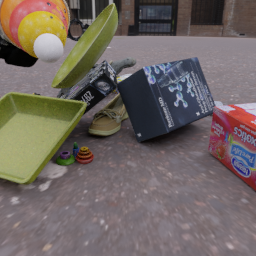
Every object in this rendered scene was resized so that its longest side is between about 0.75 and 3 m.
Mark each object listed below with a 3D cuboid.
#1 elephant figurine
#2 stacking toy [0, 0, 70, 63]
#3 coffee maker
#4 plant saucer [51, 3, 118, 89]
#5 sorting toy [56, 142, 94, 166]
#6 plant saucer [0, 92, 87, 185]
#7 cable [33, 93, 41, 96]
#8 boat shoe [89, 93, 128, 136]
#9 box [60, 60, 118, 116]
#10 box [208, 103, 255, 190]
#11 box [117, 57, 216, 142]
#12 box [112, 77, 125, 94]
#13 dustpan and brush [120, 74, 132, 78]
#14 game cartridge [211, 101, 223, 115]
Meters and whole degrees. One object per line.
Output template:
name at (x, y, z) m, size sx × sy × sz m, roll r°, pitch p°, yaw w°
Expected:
elephant figurine at (-1.364, -2.175, 12.288) m, size 2.211 × 2.017 × 2.850 m, roll 29°, pitch 40°, yaw 25°
stacking toy at (-1.529, -1.694, 5.068) m, size 1.389 × 1.389 × 1.901 m, roll -10°, pitch 43°, yaw -24°
coffee maker at (-3.074, -2.934, 8.898) m, size 2.537 × 1.779 × 2.641 m, roll 32°, pitch -22°, yaw -27°
plant saucer at (-0.870, -1.649, 5.951) m, size 0.336 × 2.165 × 2.165 m, roll 36°, pitch 11°, yaw -23°
sorting toy at (-1.374, 0.652, 7.241) m, size 0.980 × 0.402 × 0.589 m, roll -2°, pitch 23°, yaw -5°
plant saucer at (-2.734, 0.238, 7.099) m, size 2.741 × 0.656 × 2.737 m, roll 10°, pitch 45°, yaw 21°
cable at (-4.224, -1.358, 12.553) m, size 0.409 × 0.212 × 0.842 m, roll 20°, pitch 38°, yaw 4°
boat shoe at (-0.555, -0.512, 9.482) m, size 0.977 × 0.843 × 2.678 m, roll 9°, pitch 24°, yaw 21°
box at (-1.552, -0.942, 8.862) m, size 2.681 × 0.584 × 2.148 m, roll -38°, pitch 20°, yaw 10°
box at (3.236, 0.483, 6.371) m, size 1.425 × 1.365 × 2.859 m, roll -7°, pitch 23°, yaw -16°
box at (1.242, -0.918, 8.594) m, size 2.555 × 1.896 × 1.368 m, roll -21°, pitch -1°, yaw -39°
box at (-0.527, -2.130, 13.748) m, size 0.927 × 0.587 × 0.963 m, roll 18°, pitch 28°, yaw 36°
dustpan and brush at (0.210, -2.821, 15.520) m, size 1.257 × 0.515 × 1.801 m, roll 17°, pitch 28°, yaw 35°
game cartridge at (3.255, -0.787, 10.970) m, size 0.879 × 0.267 × 1.318 m, roll 5°, pitch 23°, yaw 22°
